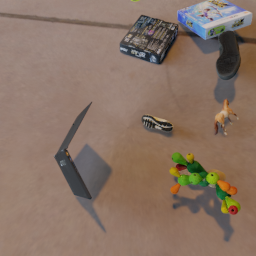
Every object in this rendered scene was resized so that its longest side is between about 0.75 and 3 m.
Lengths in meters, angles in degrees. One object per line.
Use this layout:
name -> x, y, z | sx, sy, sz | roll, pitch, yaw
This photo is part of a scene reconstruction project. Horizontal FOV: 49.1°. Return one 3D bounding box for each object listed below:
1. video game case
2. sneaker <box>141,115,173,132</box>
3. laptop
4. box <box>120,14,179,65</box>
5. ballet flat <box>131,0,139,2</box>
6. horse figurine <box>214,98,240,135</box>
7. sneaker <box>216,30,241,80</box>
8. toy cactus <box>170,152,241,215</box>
video game case -> 2.969, -3.898, 9.818 | 1.761, 0.442, 1.943 | -20, 44, -10
sneaker -> 0.803, -0.122, 7.653 | 0.920, 0.368, 0.339 | 22, 102, 15
laptop -> -0.976, 0.524, 5.980 | 0.953, 1.539, 1.644 | -28, 91, -23
box -> 0.754, -3.116, 9.715 | 1.477, 0.401, 1.844 | 20, 57, 14
ballet flat -> 0.583, -4.723, 9.367 | 0.527, 0.528, 1.576 | 28, 80, 12
horse figurine -> 2.623, -0.262, 7.619 | 1.036, 0.258, 0.686 | -43, 105, -23
sneaker -> 3.095, -2.042, 8.453 | 0.666, 1.156, 2.216 | -6, 54, 27
toy cactus -> 1.736, 1.197, 6.096 | 1.801, 1.486, 0.921 | 30, 103, 37
